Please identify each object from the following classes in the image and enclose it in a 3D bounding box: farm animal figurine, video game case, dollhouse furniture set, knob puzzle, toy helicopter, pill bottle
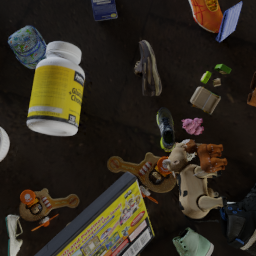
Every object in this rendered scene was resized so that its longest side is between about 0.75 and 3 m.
[{"bbox_3d":[1.149,0.718,5.463,0.967,1.923,1.553,-6,106,2],"label":"farm animal figurine"},{"bbox_3d":[-0.566,2.647,6.235,2.669,2.412,0.340,-39,43,-27],"label":"video game case"},{"bbox_3d":[2.816,-1.367,9.576,0.837,0.647,1.676,28,98,-1],"label":"dollhouse furniture set"},{"bbox_3d":[-0.787,3.667,8.344,2.845,0.394,2.845,0,77,1],"label":"knob puzzle"},{"bbox_3d":[-2.365,2.420,8.523,1.770,0.698,1.171,-6,72,-12],"label":"toy helicopter"},{"bbox_3d":[0.387,1.454,8.772,2.229,0.879,1.474,13,86,14],"label":"toy helicopter"},{"bbox_3d":[-2.201,-1.221,8.864,1.544,1.544,2.757,5,78,1],"label":"pill bottle"}]

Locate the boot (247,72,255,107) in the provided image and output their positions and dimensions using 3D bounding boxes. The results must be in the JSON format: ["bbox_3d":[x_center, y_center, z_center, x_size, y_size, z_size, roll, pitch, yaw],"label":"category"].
[{"bbox_3d":[5.165,-1.572,9.365,1.941,0.959,2.500,17,86,6],"label":"boot"}]

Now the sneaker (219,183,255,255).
[{"bbox_3d":[3.686,2.157,8.331,1.660,1.084,2.967,18,79,3],"label":"sneaker"}]

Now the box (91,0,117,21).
[{"bbox_3d":[-0.896,-4.554,10.309,0.854,0.229,1.410,-9,76,-2],"label":"box"}]

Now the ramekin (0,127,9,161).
[{"bbox_3d":[-4.597,0.499,8.874,1.591,0.775,1.591,0,77,1],"label":"ramekin"}]

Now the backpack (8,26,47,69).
[{"bbox_3d":[-3.366,-2.731,9.549,1.139,0.915,1.245,-34,83,-4],"label":"backpack"}]

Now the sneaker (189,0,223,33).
[{"bbox_3d":[2.695,-4.537,9.932,0.939,0.993,2.574,-25,80,-7],"label":"sneaker"}]

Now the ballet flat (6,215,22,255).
[{"bbox_3d":[-3.412,3.302,8.445,0.468,0.468,1.349,-9,77,-2],"label":"ballet flat"}]

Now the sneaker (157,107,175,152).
[{"bbox_3d":[1.280,0.005,9.076,0.548,0.601,1.484,-9,77,-2],"label":"sneaker"}]

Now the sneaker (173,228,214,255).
[{"bbox_3d":[1.552,3.839,8.147,1.094,0.683,1.855,39,70,3],"label":"sneaker"}]

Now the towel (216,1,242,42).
[{"bbox_3d":[2.761,-2.896,7.616,0.138,0.838,1.158,28,46,25],"label":"towel"}]

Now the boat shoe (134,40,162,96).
[{"bbox_3d":[0.576,-2.023,9.475,0.742,0.754,2.023,-13,76,-3],"label":"boat shoe"}]
